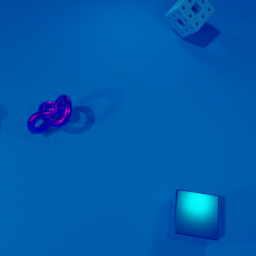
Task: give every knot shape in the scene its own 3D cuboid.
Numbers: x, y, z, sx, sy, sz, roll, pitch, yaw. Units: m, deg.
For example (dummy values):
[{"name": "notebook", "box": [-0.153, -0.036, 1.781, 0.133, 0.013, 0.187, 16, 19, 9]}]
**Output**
[{"name": "knot shape", "box": [-2.270, -0.474, 8.522, 1.567, 0.724, 1.466, -27, 22, 10]}]

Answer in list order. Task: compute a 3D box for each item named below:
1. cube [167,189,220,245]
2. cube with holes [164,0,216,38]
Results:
[{"name": "cube", "box": [1.637, 2.277, 7.119, 1.074, 1.074, 1.074, 8, 63, 4]}, {"name": "cube with holes", "box": [2.140, -3.998, 9.766, 1.028, 1.028, 1.028, 43, 82, -17]}]
